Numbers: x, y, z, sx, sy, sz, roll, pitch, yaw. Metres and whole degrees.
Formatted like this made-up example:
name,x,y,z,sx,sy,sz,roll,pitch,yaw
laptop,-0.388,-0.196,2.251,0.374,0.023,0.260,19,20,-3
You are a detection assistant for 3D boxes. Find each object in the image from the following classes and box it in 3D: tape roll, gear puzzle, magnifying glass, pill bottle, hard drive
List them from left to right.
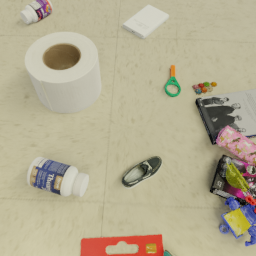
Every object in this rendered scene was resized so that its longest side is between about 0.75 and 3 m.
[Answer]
name,x,y,z,sx,sy,sz,roll,pitch,yaw
pill bottle,-4.087,-5.232,12.515,0.751,0.751,1.348,38,66,21
pill bottle,-2.038,1.485,8.270,1.632,0.905,0.905,14,59,9
tape roll,-2.205,-1.961,9.951,2.442,1.677,2.442,0,58,0
hard drive,0.805,-4.777,12.536,1.207,0.244,1.830,36,65,20
magnifying glass,1.721,-1.817,10.739,0.608,0.171,1.527,8,60,-4
gear puzzle,2.959,-1.562,10.618,0.978,0.128,0.506,-16,60,-10

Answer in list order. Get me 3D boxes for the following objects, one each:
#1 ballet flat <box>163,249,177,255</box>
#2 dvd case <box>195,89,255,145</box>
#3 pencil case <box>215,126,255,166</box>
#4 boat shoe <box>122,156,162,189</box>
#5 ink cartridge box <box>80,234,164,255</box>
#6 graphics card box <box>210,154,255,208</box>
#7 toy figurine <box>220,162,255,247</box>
name,x,y,z,sx,sy,sz,roll,pitch,yaw
ballet flat,1.358,3.671,7.319,0.357,0.386,1.144,-13,59,-41
dvd case,3.850,-0.454,9.830,2.488,0.308,1.870,-9,58,-6
pencil case,3.550,0.604,8.816,1.572,0.680,0.651,34,35,6
boat shoe,0.475,1.320,8.643,1.520,0.459,0.575,-38,65,-21
ink cartridge box,-0.098,4.117,6.802,2.363,0.735,2.936,-2,60,-2
graphics card box,3.569,1.704,8.392,1.939,0.493,1.217,21,61,14
toy figurine,2.953,2.310,7.608,1.462,1.287,2.440,-43,62,22
